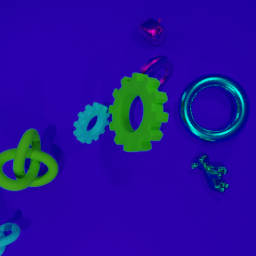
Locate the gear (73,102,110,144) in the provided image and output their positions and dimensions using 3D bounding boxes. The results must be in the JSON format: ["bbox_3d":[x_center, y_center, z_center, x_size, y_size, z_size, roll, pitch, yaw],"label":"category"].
[{"bbox_3d":[-0.993,-0.129,7.792,0.216,1.166,1.166,31,72,29],"label":"gear"}]

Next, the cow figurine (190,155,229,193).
[{"bbox_3d":[2.255,1.266,7.785,0.554,0.993,1.009,-23,108,-41],"label":"cow figurine"}]

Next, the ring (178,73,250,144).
[{"bbox_3d":[2.509,-0.567,8.206,2.060,0.412,2.060,0,90,4],"label":"ring"}]

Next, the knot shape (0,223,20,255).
[{"bbox_3d":[-3.219,2.801,6.920,0.562,1.215,1.137,45,46,4],"label":"knot shape"}]

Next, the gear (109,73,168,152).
[{"bbox_3d":[0.199,-0.384,7.188,0.363,1.965,1.965,3,65,-37],"label":"gear"}]

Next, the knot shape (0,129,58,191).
[{"bbox_3d":[-2.710,0.962,7.252,0.777,1.681,1.573,4,24,40],"label":"knot shape"}]

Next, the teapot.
[{"bbox_3d":[0.814,-3.226,9.176,0.969,1.558,0.763,30,104,-26],"label":"teapot"}]

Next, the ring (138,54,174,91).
[{"bbox_3d":[0.802,-1.560,8.315,1.364,1.364,0.273,-33,59,-11],"label":"ring"}]
